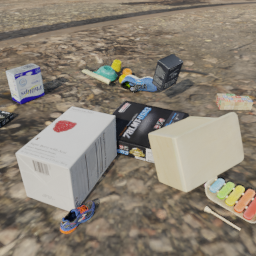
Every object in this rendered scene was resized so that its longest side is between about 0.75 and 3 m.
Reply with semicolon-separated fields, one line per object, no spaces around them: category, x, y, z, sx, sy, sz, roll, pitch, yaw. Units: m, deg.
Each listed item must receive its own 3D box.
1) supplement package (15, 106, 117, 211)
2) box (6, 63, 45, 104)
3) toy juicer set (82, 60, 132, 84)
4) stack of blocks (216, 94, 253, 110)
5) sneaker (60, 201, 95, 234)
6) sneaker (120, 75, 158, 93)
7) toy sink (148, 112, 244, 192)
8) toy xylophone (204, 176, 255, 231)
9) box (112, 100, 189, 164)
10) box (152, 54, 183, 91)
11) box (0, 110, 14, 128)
supplement package;-1.662;0.787;8.499;1.693;1.672;2.792;12;35;18
box;-4.761;-2.078;13.105;0.776;1.480;1.361;25;41;34
toy juicer set;-0.936;-2.727;14.967;1.743;0.745;2.739;39;43;21
stack of blocks;4.804;-1.194;12.725;1.404;0.411;0.808;1;33;2
sneaker;-1.291;2.269;7.336;0.428;0.445;1.135;23;39;29
sneaker;0.535;-2.054;13.857;2.069;0.813;0.923;12;41;32
toy sink;2.081;0.576;8.572;2.487;1.621;1.394;-22;15;-27
toy xylophone;2.895;2.041;7.686;1.773;0.445;1.298;21;39;29
box;0.586;0.060;10.553;2.842;0.711;2.863;15;35;20
box;1.642;-2.315;11.712;0.928;1.255;0.654;-29;60;-31
box;-5.602;-0.381;11.592;1.282;0.279;1.027;11;34;17
